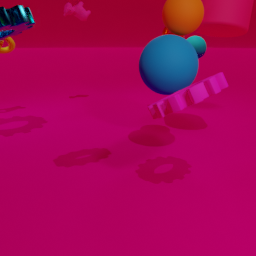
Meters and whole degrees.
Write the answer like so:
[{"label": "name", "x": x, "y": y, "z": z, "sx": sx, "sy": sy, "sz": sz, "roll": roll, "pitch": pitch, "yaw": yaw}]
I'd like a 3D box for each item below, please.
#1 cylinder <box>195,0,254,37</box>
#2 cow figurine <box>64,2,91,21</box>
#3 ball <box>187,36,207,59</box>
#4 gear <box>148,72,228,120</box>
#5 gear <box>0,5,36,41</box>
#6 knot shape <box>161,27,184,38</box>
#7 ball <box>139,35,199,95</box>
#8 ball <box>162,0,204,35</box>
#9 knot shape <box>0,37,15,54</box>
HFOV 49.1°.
[{"label": "cylinder", "x": 2.223, "y": -2.914, "z": 6.523, "sx": 1.285, "sy": 1.285, "sz": 1.285, "roll": 8, "pitch": 7, "yaw": -1}, {"label": "cow figurine", "x": -1.884, "y": -4.212, "z": 10.220, "sx": 0.489, "sy": 0.891, "sz": 0.877, "roll": -15, "pitch": 39, "yaw": 51}, {"label": "ball", "x": 2.487, "y": -2.991, "z": 10.463, "sx": 0.864, "sy": 0.864, "sz": 0.864, "roll": 0, "pitch": 18, "yaw": 0}, {"label": "gear", "x": 0.933, "y": -0.505, "z": 4.460, "sx": 1.251, "sy": 0.231, "sz": 1.251, "roll": -25, "pitch": 4, "yaw": 2}, {"label": "gear", "x": -3.237, "y": -2.293, "z": 6.516, "sx": 2.059, "sy": 0.381, "sz": 2.059, "roll": -18, "pitch": 17, "yaw": 6}, {"label": "knot shape", "x": 1.421, "y": -2.945, "z": 8.861, "sx": 1.107, "sy": 0.547, "sz": 1.183, "roll": -31, "pitch": -4, "yaw": -40}, {"label": "ball", "x": 0.870, "y": -1.351, "z": 6.058, "sx": 1.275, "sy": 1.275, "sz": 1.275, "roll": 0, "pitch": 18, "yaw": 0}, {"label": "ball", "x": 1.149, "y": -2.397, "z": 5.878, "sx": 0.860, "sy": 0.860, "sz": 0.860, "roll": 0, "pitch": 18, "yaw": 0}, {"label": "knot shape", "x": -4.076, "y": -2.718, "z": 8.753, "sx": 0.547, "sy": 1.185, "sz": 1.108, "roll": 31, "pitch": -7, "yaw": 29}]
